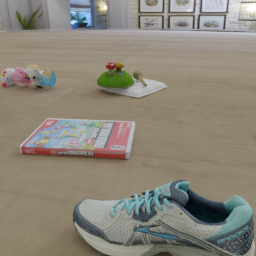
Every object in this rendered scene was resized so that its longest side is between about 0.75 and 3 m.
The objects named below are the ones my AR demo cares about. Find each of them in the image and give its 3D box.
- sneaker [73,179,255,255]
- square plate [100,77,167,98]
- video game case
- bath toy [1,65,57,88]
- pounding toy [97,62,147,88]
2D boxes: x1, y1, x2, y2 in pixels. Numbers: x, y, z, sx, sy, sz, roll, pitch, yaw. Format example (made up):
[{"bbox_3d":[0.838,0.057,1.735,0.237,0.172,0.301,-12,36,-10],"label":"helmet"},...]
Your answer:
[{"bbox_3d":[0.441,1.155,3.885,2.512,1.084,0.975,5,24,12],"label":"sneaker"},{"bbox_3d":[0.258,-1.782,11.693,2.070,0.294,2.050,18,28,36],"label":"square plate"},{"bbox_3d":[-1.150,0.207,7.173,2.552,0.223,1.825,2,24,5],"label":"video game case"},{"bbox_3d":[-4.304,-2.102,11.686,2.516,1.094,0.930,4,46,21],"label":"bath toy"},{"bbox_3d":[-0.284,-2.215,11.184,1.949,0.904,1.504,-3,24,-5],"label":"pounding toy"}]
